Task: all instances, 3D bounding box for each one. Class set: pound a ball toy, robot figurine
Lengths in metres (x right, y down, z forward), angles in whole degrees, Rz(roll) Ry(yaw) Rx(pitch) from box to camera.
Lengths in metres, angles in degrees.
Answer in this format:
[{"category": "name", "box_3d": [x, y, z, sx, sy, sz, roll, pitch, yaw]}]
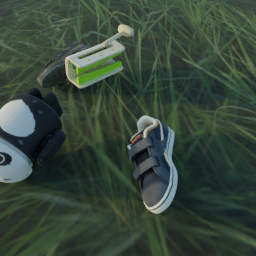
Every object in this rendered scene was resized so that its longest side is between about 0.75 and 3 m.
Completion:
[{"category": "pound a ball toy", "box_3d": [-0.956, -2.502, 9.289, 2.273, 1.482, 0.966, -33, 59, -31]}, {"category": "robot figurine", "box_3d": [-2.574, 0.128, 6.772, 1.810, 1.503, 2.409, -12, 41, 48]}]

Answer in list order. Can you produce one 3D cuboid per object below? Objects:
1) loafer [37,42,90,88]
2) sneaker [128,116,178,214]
[{"category": "loafer", "box_3d": [-2.394, -2.332, 10.192, 0.755, 0.862, 2.400, 37, 61, 18]}, {"category": "sneaker", "box_3d": [0.483, 0.718, 6.502, 1.004, 0.992, 2.530, 35, 34, -20]}]
